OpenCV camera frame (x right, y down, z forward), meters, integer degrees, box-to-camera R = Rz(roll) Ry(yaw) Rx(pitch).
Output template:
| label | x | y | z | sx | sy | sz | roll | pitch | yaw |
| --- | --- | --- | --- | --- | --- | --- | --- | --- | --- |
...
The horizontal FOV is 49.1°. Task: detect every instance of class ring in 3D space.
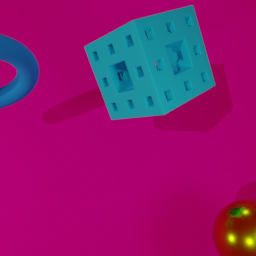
| label | x | y | z | sx | sy | sz | roll | pitch | yaw |
| --- | --- | --- | --- | --- | --- | --- | --- | --- | --- |
| ring | -2.478 | -0.867 | 4.731 | 1.910 | 1.910 | 0.382 | -20 | 69 | -5 |

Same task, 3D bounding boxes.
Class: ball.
| label | x | y | z | sx | sy | sz | roll | pitch | yaw |
| --- | --- | --- | --- | --- | --- | --- | --- | --- | --- |
| ball | 1.714 | 1.514 | 3.903 | 1.027 | 1.027 | 1.027 | 0 | 77 | 0 |

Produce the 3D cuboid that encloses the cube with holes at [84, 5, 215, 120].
| label | x | y | z | sx | sy | sz | roll | pitch | yaw |
| --- | --- | --- | --- | --- | --- | --- | --- | --- | --- |
| cube with holes | 0.378 | -1.077 | 4.867 | 1.387 | 1.387 | 1.387 | -29 | 105 | -35 |
